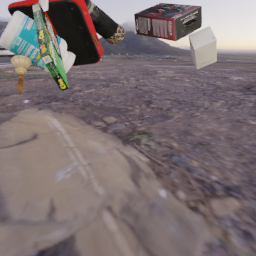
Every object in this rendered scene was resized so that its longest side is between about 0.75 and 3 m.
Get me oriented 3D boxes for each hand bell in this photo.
[{"bbox_3d":[-2.924,-1.404,7.624,0.544,1.045,0.544,-7,-27,-4],"label":"hand bell"}]

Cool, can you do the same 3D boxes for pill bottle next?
[{"bbox_3d":[-2.583,-2.384,8.216,2.002,1.109,1.109,28,2,-29],"label":"pill bottle"}]

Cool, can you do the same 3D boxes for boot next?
[{"bbox_3d":[-1.236,-4.088,10.593,1.861,0.904,2.471,30,7,-34],"label":"boot"}]

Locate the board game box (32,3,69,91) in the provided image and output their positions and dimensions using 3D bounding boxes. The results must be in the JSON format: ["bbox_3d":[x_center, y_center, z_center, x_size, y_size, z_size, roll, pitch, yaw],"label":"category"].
[{"bbox_3d":[-1.633,-1.724,5.870,0.216,0.965,1.843,-19,53,-1],"label":"board game box"}]

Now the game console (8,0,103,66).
[{"bbox_3d":[-2.230,-3.067,9.220,2.359,2.668,0.414,-2,56,14],"label":"game console"}]

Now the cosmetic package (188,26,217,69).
[{"bbox_3d":[2.554,-2.676,9.505,0.777,0.613,1.445,-20,-21,10],"label":"cosmetic package"}]

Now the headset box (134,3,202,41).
[{"bbox_3d":[1.280,-3.238,8.479,1.319,0.666,1.774,-35,43,-30],"label":"headset box"}]

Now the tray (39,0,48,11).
[{"bbox_3d":[-2.007,-3.217,6.624,0.095,0.853,0.458,10,30,0],"label":"tray"}]
